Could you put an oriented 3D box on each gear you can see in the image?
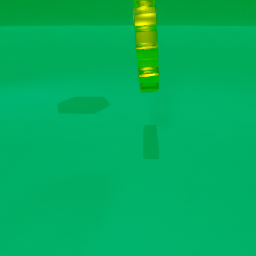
[{"bbox_3d":[0.304,-1.401,4.472,0.302,1.635,1.635,-3,22,5],"label":"gear"}]
